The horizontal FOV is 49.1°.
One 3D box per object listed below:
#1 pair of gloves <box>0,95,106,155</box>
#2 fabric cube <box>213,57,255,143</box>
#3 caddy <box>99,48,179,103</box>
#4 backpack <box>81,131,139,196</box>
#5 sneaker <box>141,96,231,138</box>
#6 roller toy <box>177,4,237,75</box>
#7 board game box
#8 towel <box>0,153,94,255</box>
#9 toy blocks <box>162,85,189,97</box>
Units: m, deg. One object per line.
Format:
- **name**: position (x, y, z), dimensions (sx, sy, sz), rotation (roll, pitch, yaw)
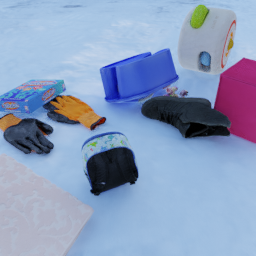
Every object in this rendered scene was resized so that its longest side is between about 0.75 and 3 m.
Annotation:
- **pair of gloves**: position (-2.397, -0.236, 8.606), dimensions (2.502, 0.347, 2.808), rotation (29, 45, 34)
- **fabric cube**: position (3.725, -0.819, 8.188), dimensions (1.795, 1.767, 1.801), rotation (26, 43, 31)
- **caddy**: position (0.417, -1.681, 9.692), dimensions (2.894, 1.519, 2.046), rotation (-28, 21, -33)
- **backpack**: position (-0.447, 0.675, 6.282), dimensions (1.204, 1.316, 0.967), rotation (-16, 45, -7)
- **sneaker**: position (1.590, -0.281, 8.191), dimensions (2.591, 0.778, 1.351), rotation (-1, 42, 14)
- **roller toy**: position (3.298, -3.503, 11.322), dimensions (1.909, 2.491, 2.731), rotation (18, 23, 24)
- **board game box**: position (-3.268, -1.124, 9.460), dimensions (1.486, 0.440, 1.954), rotation (4, 30, 23)
- **towel**: position (-2.238, 1.793, 5.168), dimensions (2.477, 0.399, 2.366), rotation (30, 41, 9)
- **toy blocks**: position (1.330, -0.956, 9.161), dimensions (0.743, 0.825, 0.883), rotation (-19, 41, -42)
